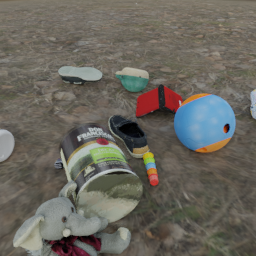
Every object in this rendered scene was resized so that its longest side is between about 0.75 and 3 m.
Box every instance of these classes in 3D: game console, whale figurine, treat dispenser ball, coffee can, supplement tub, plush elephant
[{"bbox_3d":[1.434,-0.950,12.388,1.779,1.225,2.064,29,30,-13],"label":"game console"},{"bbox_3d":[0.141,-2.386,14.104,1.714,1.118,2.155,6,5,-25],"label":"whale figurine"},{"bbox_3d":[2.577,-0.165,9.499,1.995,1.995,1.995,0,32,0],"label":"treat dispenser ball"},{"bbox_3d":[-0.822,1.136,7.597,1.696,1.696,2.317,-12,34,-18],"label":"coffee can"},{"bbox_3d":[-4.702,0.467,9.268,1.505,1.086,1.086,11,34,18],"label":"supplement tub"},{"bbox_3d":[-1.173,2.191,5.723,2.422,1.875,1.995,10,33,16],"label":"plush elephant"}]

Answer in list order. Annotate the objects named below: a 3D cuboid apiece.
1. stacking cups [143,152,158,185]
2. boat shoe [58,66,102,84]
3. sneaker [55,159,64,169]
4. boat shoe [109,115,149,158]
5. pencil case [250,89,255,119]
[{"bbox_3d":[0.711,1.246,8.681,0.364,0.364,1.203,-3,32,-4],"label":"stacking cups"},{"bbox_3d":[-2.435,-2.687,14.659,2.426,0.732,0.917,14,54,18],"label":"boat shoe"},{"bbox_3d":[-1.861,1.058,9.022,0.959,0.357,0.420,-3,27,-4],"label":"sneaker"},{"bbox_3d":[0.004,0.067,10.176,0.975,0.814,2.614,-14,33,-18],"label":"boat shoe"},{"bbox_3d":[5.651,-1.035,11.967,0.839,0.769,1.850,16,34,15],"label":"pencil case"}]
